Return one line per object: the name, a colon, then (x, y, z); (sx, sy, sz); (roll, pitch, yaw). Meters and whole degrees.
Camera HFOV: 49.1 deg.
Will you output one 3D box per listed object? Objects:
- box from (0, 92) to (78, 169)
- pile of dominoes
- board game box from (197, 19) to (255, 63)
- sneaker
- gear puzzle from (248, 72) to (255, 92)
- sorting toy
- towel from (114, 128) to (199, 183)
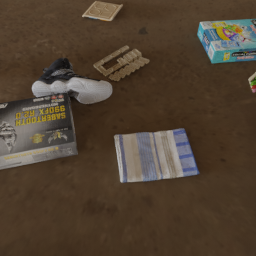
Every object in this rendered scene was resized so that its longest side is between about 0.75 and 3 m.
box: (-2.609, 0.041, 7.366); (2.342, 0.566, 1.855); (-10, 50, -8)
pile of dominoes: (-0.197, -2.140, 9.526); (1.569, 0.250, 1.223); (-35, 58, -16)
board game box: (3.970, -3.181, 10.080); (2.433, 0.571, 1.836); (-5, 50, -5)
sneaker: (-1.608, -1.491, 8.437); (2.345, 0.885, 1.334); (1, 52, 4)
gear puzzle: (3.095, -1.221, 5.928); (1.099, 2.121, 0.278); (-42, 71, 19)
sorting toy: (-1.041, -4.883, 11.754); (1.394, 0.254, 1.290); (12, 51, 16)
towel: (0.672, 0.649, 7.083); (1.964, 0.234, 1.442); (-5, 51, -4)
